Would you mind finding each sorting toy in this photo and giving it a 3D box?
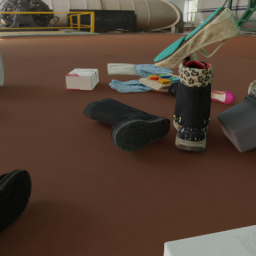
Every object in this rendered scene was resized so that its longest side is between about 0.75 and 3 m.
[{"bbox_3d":[1.424,-1.917,11.148,1.516,0.276,1.403,-17,29,-27],"label":"sorting toy"}]

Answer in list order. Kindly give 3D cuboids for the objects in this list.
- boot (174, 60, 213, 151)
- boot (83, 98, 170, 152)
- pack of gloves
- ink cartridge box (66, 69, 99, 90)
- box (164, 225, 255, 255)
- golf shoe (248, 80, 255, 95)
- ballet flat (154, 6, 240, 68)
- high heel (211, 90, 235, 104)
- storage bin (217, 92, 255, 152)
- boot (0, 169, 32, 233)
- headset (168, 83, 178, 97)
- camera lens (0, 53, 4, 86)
[{"bbox_3d":[1.617,-0.742,6.900,0.906,1.895,2.509,4,23,10],"label":"boot"},{"bbox_3d":[-0.360,-0.221,7.085,2.256,0.741,1.860,26,22,39],"label":"boot"},{"bbox_3d":[0.632,-1.990,12.026,2.993,0.591,2.515,0,37,-5],"label":"pack of gloves"},{"bbox_3d":[-1.912,-2.091,11.891,1.086,0.614,1.482,2,22,4],"label":"ink cartridge box"},{"bbox_3d":[1.071,1.538,2.726,1.349,0.839,0.657,-5,23,-13],"label":"box"},{"bbox_3d":[5.276,-0.936,8.906,2.850,1.116,1.385,13,9,15],"label":"golf shoe"},{"bbox_3d":[1.535,-1.869,6.679,0.839,0.776,2.489,-50,13,-28],"label":"ballet flat"},{"bbox_3d":[3.098,-1.112,9.643,0.636,0.447,1.327,5,16,-15],"label":"high heel"},{"bbox_3d":[2.827,-0.035,6.593,0.988,1.071,1.471,-26,20,10],"label":"storage bin"},{"bbox_3d":[-2.396,1.108,3.975,1.365,0.687,1.826,6,23,15],"label":"boot"},{"bbox_3d":[2.027,-1.306,10.204,0.987,0.751,1.598,-7,10,-4],"label":"headset"},{"bbox_3d":[-6.284,-2.421,11.163,2.198,1.758,1.758,-4,23,-13],"label":"camera lens"}]
